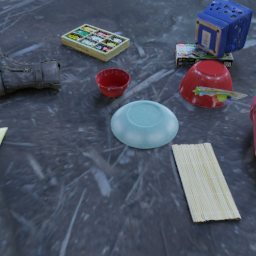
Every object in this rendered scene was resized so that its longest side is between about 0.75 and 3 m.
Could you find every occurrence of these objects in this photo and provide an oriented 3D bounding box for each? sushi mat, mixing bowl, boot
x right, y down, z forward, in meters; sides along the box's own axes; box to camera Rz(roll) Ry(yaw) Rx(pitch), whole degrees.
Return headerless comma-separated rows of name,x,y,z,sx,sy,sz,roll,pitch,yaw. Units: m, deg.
sushi mat,2.030,1.357,7.610,1.204,0.152,2.516,-5,45,-4
mixing bowl,2.881,-1.737,10.082,1.965,1.064,1.965,-1,46,1
boot,-3.874,-2.277,10.808,2.472,0.983,2.839,-13,54,-16
mixing bowl,-0.530,-1.552,10.163,1.225,0.663,1.225,0,45,0

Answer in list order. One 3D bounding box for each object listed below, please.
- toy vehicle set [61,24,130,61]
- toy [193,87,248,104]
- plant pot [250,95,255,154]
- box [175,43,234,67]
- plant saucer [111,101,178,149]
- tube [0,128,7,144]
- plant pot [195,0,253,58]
toy vehicle set,-1.496,-3.956,12.796,2.683,0.356,1.667,27,51,25
toy,2.218,-0.763,6.904,1.164,0.670,0.275,13,87,-2
plant pot,4.380,0.045,7.809,2.015,2.015,1.804,17,63,16
box,3.186,-3.114,11.919,2.271,0.394,1.250,3,45,3
plant saucer,0.539,-0.295,9.082,2.228,0.429,2.228,0,44,0
tube,-4.110,0.743,7.982,0.643,0.575,2.215,28,31,-27
plant pot,3.696,-3.955,11.331,1.563,1.738,1.738,-34,54,-20
